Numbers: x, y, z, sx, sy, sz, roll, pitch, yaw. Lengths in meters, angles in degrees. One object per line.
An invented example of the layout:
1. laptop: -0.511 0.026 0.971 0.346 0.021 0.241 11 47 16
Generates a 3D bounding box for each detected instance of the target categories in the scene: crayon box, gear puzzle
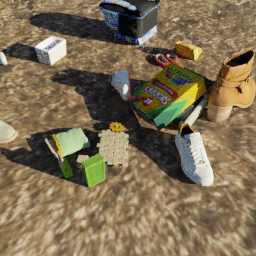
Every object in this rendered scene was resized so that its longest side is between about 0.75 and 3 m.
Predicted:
1. crayon box: 1.426 -1.246 9.409 2.509 0.637 1.593 -40 46 -8
2. gear puzzle: -0.463 0.467 8.618 0.962 0.243 1.856 9 43 -6

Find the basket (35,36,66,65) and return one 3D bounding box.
1. basket: -3.363 -3.411 12.361 0.821 0.748 1.212 20 48 20

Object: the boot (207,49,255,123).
1. boot: 3.781 -1.654 9.428 1.058 2.221 2.871 30 51 28

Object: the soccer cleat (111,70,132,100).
1. soccer cleat: -0.265 -1.601 10.580 0.747 0.668 1.927 -5 37 1

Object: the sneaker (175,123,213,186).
1. sneaker: 1.851 0.676 7.990 0.734 0.853 2.015 -9 46 -12

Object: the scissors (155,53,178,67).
1. scissors: 2.018 -2.422 11.770 1.035 0.197 2.828 -11 46 -15

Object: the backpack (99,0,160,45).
1. backpack: -0.038 -5.467 13.770 2.634 1.772 2.404 21 47 20

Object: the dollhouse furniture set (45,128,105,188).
1. dollhouse furniture set: -1.527 0.572 8.043 1.178 0.910 2.358 -23 48 -23

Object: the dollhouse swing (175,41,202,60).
1. dollhouse swing: 2.802 -3.665 12.616 0.992 0.901 0.872 32 73 30

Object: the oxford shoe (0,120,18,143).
1. oxford shoe: -4.526 -0.130 8.846 2.210 0.816 0.782 15 45 15

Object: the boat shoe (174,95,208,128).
1. boat shoe: 2.169 -0.618 9.495 0.560 0.671 1.799 32 57 22

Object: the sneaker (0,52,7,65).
1. sneaker: -5.833 -2.925 11.983 1.480 0.545 0.873 26 43 38
